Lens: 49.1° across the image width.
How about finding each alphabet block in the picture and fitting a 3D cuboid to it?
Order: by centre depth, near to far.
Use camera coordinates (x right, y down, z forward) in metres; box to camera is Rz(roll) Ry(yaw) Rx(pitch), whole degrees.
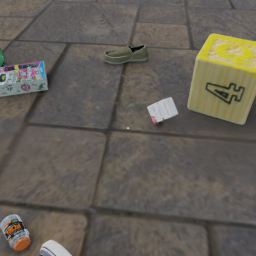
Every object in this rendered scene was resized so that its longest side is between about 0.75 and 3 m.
[{"bbox_3d":[3.793,-1.905,10.717,2.294,2.336,2.281,17,46,18],"label":"alphabet block"}]

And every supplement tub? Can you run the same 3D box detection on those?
[{"bbox_3d":[-2.893,2.706,7.235,0.520,0.520,0.849,-31,51,-28],"label":"supplement tub"}]

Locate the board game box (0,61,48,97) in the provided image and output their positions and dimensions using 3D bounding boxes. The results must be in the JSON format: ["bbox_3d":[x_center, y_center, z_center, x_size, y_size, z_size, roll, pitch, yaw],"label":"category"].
[{"bbox_3d":[-4.602,-2.167,12.236,2.019,0.649,1.490,-11,45,-12],"label":"board game box"}]

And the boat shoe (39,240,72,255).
[{"bbox_3d":[-1.319,3.745,5.699,1.361,1.096,2.934,-28,51,-36],"label":"boat shoe"}]

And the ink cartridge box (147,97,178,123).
[{"bbox_3d":[1.267,-0.647,10.250,0.404,0.952,0.693,-23,91,-42],"label":"ink cartridge box"}]

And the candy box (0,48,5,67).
[{"bbox_3d":[-7.162,-2.744,12.524,2.324,1.059,2.749,-3,45,0],"label":"candy box"}]

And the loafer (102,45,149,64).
[{"bbox_3d":[-0.121,-3.705,13.711,2.299,0.801,0.864,-9,44,-9],"label":"loafer"}]
